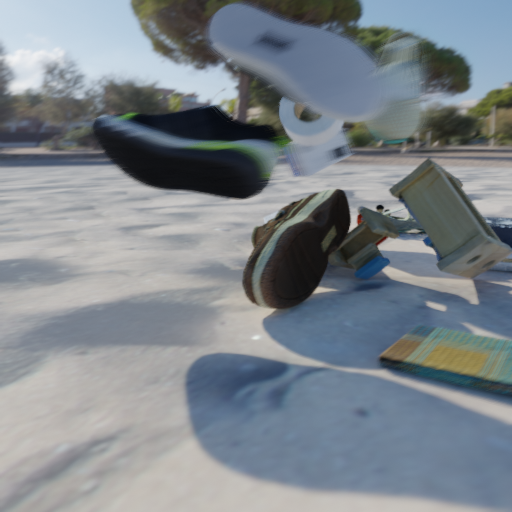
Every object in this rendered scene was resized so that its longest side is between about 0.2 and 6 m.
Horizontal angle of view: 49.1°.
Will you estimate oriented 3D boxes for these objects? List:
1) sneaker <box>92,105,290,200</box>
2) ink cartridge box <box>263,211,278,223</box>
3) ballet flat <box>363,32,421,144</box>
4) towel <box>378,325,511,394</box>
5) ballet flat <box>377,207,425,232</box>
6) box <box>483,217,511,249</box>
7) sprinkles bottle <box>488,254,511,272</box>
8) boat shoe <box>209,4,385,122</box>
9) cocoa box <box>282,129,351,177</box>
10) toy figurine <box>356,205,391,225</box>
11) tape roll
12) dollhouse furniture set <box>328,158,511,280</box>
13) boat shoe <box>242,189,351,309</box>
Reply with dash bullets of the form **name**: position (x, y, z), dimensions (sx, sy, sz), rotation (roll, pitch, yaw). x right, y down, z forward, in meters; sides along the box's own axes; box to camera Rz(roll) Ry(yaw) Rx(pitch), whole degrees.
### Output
- **sneaker**: position (-1.032, -1.800, 9.021), dimensions (3.261, 1.169, 1.350), rotation (17, 58, 18)
- **ink cartridge box**: position (0.969, -0.608, 11.991), dimensions (1.413, 0.664, 3.005), rotation (-24, 12, 4)
- **ballet flat**: position (2.098, -2.711, 8.598), dimensions (0.916, 0.847, 2.716), rotation (9, 41, 7)
- **towel**: position (2.433, 1.142, 6.114), dimensions (1.829, 0.198, 1.341), rotation (7, 13, 35)
- **ballet flat**: position (4.132, -0.935, 14.659), dimensions (2.116, 0.674, 0.713), rotation (-1, 12, -4)
- **box**: position (4.950, -0.310, 11.394), dimensions (1.540, 0.802, 1.403), rotation (3, 13, 14)
- **sprinkles bottle**: position (4.551, 0.062, 10.504), dimensions (1.341, 0.458, 0.458), rotation (5, 13, 22)
- **boat shoe**: position (0.541, -2.436, 7.191), dimensions (2.639, 0.906, 0.747), rotation (36, 3, 23)
- **cocoa box**: position (1.568, -2.760, 14.711), dimensions (1.405, 0.937, 0.922), rotation (-28, 16, -16)
- **toy figurine**: position (3.236, -1.059, 15.366), dimensions (0.895, 0.623, 0.881), rotation (-2, 12, -9)
- **tape roll**: position (1.224, -3.158, 12.324), dimensions (1.413, 1.413, 0.494), rotation (4, -13, 19)
- **dollhouse furniture set**: position (2.786, -0.139, 9.851), dimensions (2.398, 1.690, 1.680), rotation (-40, -29, 27)
- **boat shoe**: position (0.480, -0.112, 9.088), dimensions (1.231, 1.229, 3.328), rotation (-2, 21, 30)
